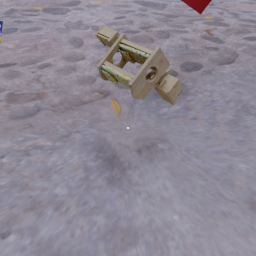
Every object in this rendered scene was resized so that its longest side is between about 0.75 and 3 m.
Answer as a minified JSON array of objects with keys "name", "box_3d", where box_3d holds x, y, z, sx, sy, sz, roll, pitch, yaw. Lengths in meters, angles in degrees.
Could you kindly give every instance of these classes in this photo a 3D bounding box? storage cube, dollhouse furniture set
[{"name":"storage cube","box_3d":[1.768,-4.163,7.691,1.254,1.192,1.395,11,41,-42]},{"name":"dollhouse furniture set","box_3d":[0.069,-1.130,6.010,1.718,1.519,0.955,35,87,38]}]

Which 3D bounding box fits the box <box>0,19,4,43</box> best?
[{"name":"box","box_3d":[-3.736,-2.686,7.968,0.254,0.791,0.277,7,6,-30]}]
